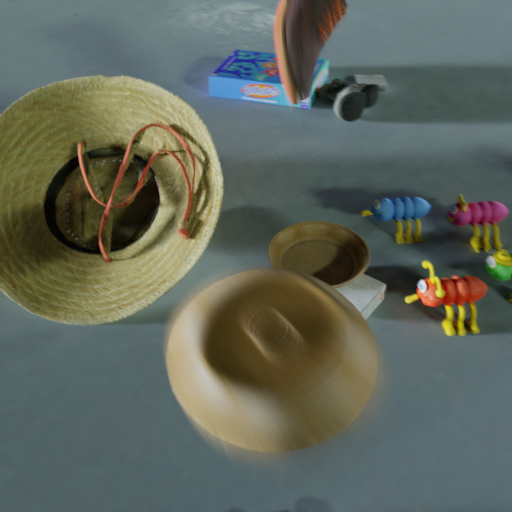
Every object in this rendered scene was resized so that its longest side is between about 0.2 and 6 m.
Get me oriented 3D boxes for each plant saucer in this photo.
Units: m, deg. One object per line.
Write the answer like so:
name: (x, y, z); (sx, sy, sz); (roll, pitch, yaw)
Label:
plant saucer: (0.115, 0.603, 3.952); (1.505, 0.267, 1.505); (0, 49, 0)
plant saucer: (0.853, 0.033, 7.703); (1.389, 0.246, 1.389); (-1, 42, 1)

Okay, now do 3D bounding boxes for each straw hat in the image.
straw hat: (-2.074, -0.731, 8.047); (3.528, 3.528, 1.493); (5, -1, 6)

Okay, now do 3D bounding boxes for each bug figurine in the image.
bug figurine: (2.870, -0.171, 8.066); (2.177, 0.722, 2.807); (-6, 40, -7)

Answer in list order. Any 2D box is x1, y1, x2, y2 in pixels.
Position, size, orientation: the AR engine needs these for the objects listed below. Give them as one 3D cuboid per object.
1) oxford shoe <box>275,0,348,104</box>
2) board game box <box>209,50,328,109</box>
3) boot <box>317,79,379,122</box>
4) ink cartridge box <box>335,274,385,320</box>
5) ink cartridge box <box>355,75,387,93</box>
oxford shoe: (0.903, -3.774, 8.850); (0.979, 2.700, 0.961); (5, 3, 19)
board game box: (0.330, -4.152, 13.032); (2.362, 0.531, 1.796); (11, 41, 13)
boot: (1.818, -3.419, 12.208); (1.168, 0.606, 1.789); (18, 35, 28)
ink cartridge box: (0.933, 0.627, 7.468); (1.088, 0.336, 1.341); (27, 52, 29)
ink cartridge box: (2.685, -4.073, 13.246); (0.679, 0.210, 0.838); (1, 32, 2)
